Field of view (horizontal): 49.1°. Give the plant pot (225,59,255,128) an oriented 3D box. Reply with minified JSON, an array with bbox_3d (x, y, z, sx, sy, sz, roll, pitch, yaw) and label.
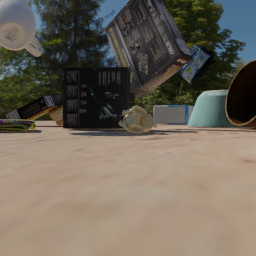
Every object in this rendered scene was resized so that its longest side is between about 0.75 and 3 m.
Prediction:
[{"bbox_3d":[4.747,-0.841,8.983,2.281,2.132,2.132,14,-1,-14],"label":"plant pot"}]

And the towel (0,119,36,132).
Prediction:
[{"bbox_3d":[-3.920,-0.066,7.165,2.938,0.334,2.110,0,1,-17],"label":"towel"}]

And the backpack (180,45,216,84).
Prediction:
[{"bbox_3d":[2.861,-2.702,11.977,1.091,1.484,1.358,40,11,16],"label":"backpack"}]

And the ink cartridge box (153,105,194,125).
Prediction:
[{"bbox_3d":[2.695,-0.704,15.448,1.778,1.041,2.460,1,4,30],"label":"ink cartridge box"}]

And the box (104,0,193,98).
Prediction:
[{"bbox_3d":[0.553,-2.873,9.423,0.714,2.955,2.340,-1,-26,-45],"label":"box"}]

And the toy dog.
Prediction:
[{"bbox_3d":[0.204,-0.177,6.590,0.838,0.603,0.865,4,-2,-23],"label":"toy dog"}]

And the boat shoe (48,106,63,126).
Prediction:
[{"bbox_3d":[-3.112,-0.534,13.532,0.964,0.873,2.705,-24,4,5],"label":"boat shoe"}]

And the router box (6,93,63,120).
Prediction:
[{"bbox_3d":[-4.072,-0.865,12.706,2.221,0.580,1.747,-21,4,22],"label":"router box"}]

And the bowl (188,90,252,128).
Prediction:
[{"bbox_3d":[3.693,-0.717,10.878,2.656,1.389,2.656,1,1,0],"label":"bowl"}]

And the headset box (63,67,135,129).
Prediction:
[{"bbox_3d":[-0.831,-0.857,8.369,2.055,1.789,0.953,-1,1,4],"label":"headset box"}]

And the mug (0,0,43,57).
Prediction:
[{"bbox_3d":[-3.218,-2.835,8.326,1.713,1.265,1.502,44,14,-39],"label":"mug"}]
